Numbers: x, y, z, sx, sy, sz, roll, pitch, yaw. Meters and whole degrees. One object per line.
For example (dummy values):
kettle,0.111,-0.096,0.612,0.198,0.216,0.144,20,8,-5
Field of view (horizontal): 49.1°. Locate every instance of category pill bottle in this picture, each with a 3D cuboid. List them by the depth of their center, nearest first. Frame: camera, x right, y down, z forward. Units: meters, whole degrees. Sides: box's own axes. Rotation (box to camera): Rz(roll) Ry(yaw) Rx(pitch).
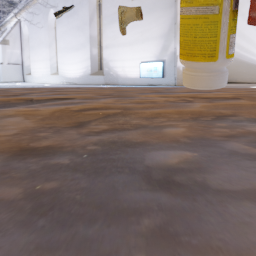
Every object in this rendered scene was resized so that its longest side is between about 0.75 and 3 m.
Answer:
pill bottle,1.843,-2.115,6.533,1.291,2.258,1.291,-2,23,1

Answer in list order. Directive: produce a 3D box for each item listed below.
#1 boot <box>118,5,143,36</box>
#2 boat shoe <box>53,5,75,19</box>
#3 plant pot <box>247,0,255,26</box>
boot,0.115,-3.821,10.034,0.870,1.120,0.408,5,45,11
boat shoe,-2.803,-5.152,12.242,1.020,0.308,0.386,-30,17,3
plant pot,3.362,-2.610,5.282,1.850,1.903,1.903,13,14,20
